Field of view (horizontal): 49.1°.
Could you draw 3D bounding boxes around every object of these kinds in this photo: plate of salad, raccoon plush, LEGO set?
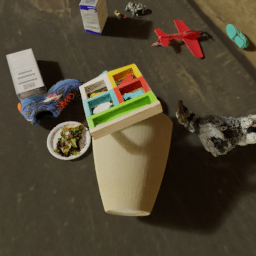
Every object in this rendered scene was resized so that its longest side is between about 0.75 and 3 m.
[{"bbox_3d":[-2.169,0.398,10.253,1.598,0.384,1.598,0,59,-1],"label":"plate of salad"},{"bbox_3d":[3.425,-0.293,10.204,1.911,1.380,2.852,-28,62,-25],"label":"raccoon plush"},{"bbox_3d":[0.155,-5.978,14.042,1.678,0.475,1.090,-35,65,-19],"label":"LEGO set"}]

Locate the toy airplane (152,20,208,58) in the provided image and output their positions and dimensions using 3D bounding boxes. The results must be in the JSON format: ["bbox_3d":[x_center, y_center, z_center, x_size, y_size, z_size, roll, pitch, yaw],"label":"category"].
[{"bbox_3d":[2.387,-4.259,12.992,2.722,0.501,2.722,0,57,0],"label":"toy airplane"}]

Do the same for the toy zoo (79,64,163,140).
[{"bbox_3d":[-0.389,-1.009,8.267,1.956,0.305,2.982,-23,39,1],"label":"toy zoo"}]

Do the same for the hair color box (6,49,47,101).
[{"bbox_3d":[-4.200,-2.192,11.633,1.123,0.680,2.245,-20,61,-11],"label":"hair color box"}]

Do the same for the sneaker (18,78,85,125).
[{"bbox_3d":[-2.769,-0.960,10.831,2.733,1.029,1.072,-28,70,-6],"label":"sneaker"}]

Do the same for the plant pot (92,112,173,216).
[{"bbox_3d":[0.046,1.176,8.668,2.650,2.650,2.829,3,66,2],"label":"plant pot"}]

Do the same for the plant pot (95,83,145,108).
[{"bbox_3d":[-0.084,-0.644,10.699,2.352,0.323,2.352,3,67,-7],"label":"plant pot"}]

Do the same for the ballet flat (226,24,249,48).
[{"bbox_3d":[5.128,-4.263,13.071,0.525,0.502,1.492,-4,56,-31],"label":"ballet flat"}]

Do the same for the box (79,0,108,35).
[{"bbox_3d":[-1.570,-5.476,13.093,0.815,1.553,1.428,9,59,10],"label":"box"}]

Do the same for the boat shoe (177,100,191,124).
[{"bbox_3d":[1.935,-0.583,9.713,0.449,1.225,0.456,-3,62,13],"label":"boat shoe"}]

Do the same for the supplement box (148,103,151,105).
[{"bbox_3d":[0.520,-0.427,10.069,0.600,0.604,1.102,-13,101,-38],"label":"supplement box"}]
